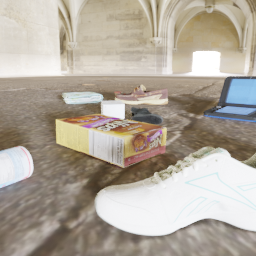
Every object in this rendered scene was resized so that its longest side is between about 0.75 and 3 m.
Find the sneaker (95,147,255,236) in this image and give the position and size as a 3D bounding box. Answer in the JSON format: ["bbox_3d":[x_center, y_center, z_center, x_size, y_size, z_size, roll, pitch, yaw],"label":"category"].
[{"bbox_3d":[0.952,0.840,4.188,2.903,1.163,1.021,-2,15,-4],"label":"sneaker"}]

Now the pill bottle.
[{"bbox_3d":[-2.495,0.806,5.289,0.676,0.676,1.244,10,17,35],"label":"pill bottle"}]

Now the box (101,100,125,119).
[{"bbox_3d":[-0.666,-0.790,11.979,0.899,0.628,1.181,-2,14,-8],"label":"box"}]

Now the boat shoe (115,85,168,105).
[{"bbox_3d":[0.734,-1.870,15.499,2.971,1.069,1.072,4,14,15],"label":"boat shoe"}]

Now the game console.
[{"bbox_3d":[4.703,-1.294,11.685,2.120,1.470,2.484,-20,20,-39],"label":"game console"}]

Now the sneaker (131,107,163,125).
[{"bbox_3d":[0.721,-0.520,10.900,1.468,0.441,0.766,2,34,23],"label":"sneaker"}]

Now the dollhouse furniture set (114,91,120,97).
[{"bbox_3d":[-0.370,-1.893,16.789,0.969,0.522,0.394,12,18,41],"label":"dollhouse furniture set"}]

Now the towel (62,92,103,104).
[{"bbox_3d":[-2.733,-1.833,16.538,2.184,0.526,1.870,-4,15,-19],"label":"towel"}]

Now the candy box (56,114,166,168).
[{"bbox_3d":[-0.524,0.205,7.573,2.736,0.773,1.596,14,18,41],"label":"candy box"}]
